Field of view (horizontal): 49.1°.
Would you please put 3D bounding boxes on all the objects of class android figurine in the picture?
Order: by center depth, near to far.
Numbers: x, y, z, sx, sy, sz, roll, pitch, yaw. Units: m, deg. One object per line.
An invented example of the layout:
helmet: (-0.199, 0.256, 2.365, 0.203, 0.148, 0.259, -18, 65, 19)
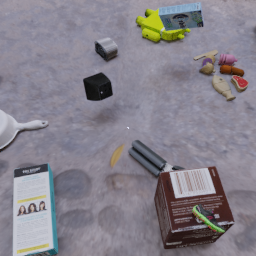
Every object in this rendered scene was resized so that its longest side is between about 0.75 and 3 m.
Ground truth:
android figurine: (1.665, -4.788, 12.981, 2.482, 0.510, 2.259, 29, 59, 20)

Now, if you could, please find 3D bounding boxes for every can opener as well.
can opener: (1.004, 1.175, 8.783, 2.259, 0.595, 0.751, 35, 26, 20)

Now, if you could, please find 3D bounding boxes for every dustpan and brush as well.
dustpan and brush: (-4.195, -0.017, 9.540, 2.790, 0.798, 1.947, -14, 57, -2)

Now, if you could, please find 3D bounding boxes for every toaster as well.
toaster: (-0.897, -3.369, 11.907, 0.698, 0.614, 1.081, -29, 59, -22)

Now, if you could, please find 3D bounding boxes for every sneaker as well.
sneaker: (1.788, 1.953, 6.085, 0.785, 0.301, 0.329, 40, 71, 18)

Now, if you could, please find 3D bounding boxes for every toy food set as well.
toy food set: (3.894, -2.341, 11.284, 1.682, 0.417, 2.647, -22, 57, -15)

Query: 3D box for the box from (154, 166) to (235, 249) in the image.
box: (1.587, 2.094, 7.260, 1.502, 1.810, 1.487, -7, 55, -4)

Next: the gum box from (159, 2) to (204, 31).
gum box: (1.844, -3.777, 9.582, 1.363, 1.158, 0.304, 1, 83, 20)

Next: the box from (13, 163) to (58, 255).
box: (-2.610, 2.277, 7.863, 1.031, 0.616, 2.505, -10, 55, -7)

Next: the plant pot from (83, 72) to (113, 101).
plant pot: (-0.908, -1.290, 9.083, 0.759, 0.761, 0.675, -28, 35, -31)
